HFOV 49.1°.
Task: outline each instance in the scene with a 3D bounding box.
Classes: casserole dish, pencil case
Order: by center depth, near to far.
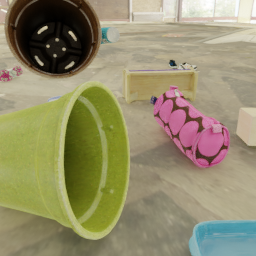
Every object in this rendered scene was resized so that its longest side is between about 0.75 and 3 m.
[{"bbox_3d":[1.960,2.023,4.447,1.998,0.388,1.210,-1,26,-1],"label":"casserole dish"},{"bbox_3d":[1.672,-0.151,7.846,1.292,1.334,2.848,9,23,-24],"label":"pencil case"}]

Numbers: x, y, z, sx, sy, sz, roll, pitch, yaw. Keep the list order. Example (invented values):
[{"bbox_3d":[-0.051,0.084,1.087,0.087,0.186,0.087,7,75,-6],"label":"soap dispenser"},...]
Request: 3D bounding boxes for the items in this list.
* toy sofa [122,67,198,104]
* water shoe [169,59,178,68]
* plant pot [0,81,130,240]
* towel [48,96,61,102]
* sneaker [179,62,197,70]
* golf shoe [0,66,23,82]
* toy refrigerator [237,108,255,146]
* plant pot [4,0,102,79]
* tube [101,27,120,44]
[{"bbox_3d":[1.262,-1.859,11.602,2.975,1.232,1.452,-3,27,-6],"label":"toy sofa"},{"bbox_3d":[2.669,-3.840,16.706,0.368,0.406,1.029,-6,26,-13],"label":"water shoe"},{"bbox_3d":[-1.569,0.585,5.340,2.469,2.686,2.686,-3,23,20],"label":"plant pot"},{"bbox_3d":[-1.792,-0.764,10.375,1.961,0.318,2.670,-12,28,-22],"label":"towel"},{"bbox_3d":[3.424,-3.496,15.930,1.187,0.475,0.437,-9,25,-21],"label":"sneaker"},{"bbox_3d":[-6.136,-2.683,14.258,0.733,0.603,1.602,-8,18,34],"label":"golf shoe"},{"bbox_3d":[4.704,-0.001,8.090,2.721,0.952,1.033,1,19,1],"label":"toy refrigerator"},{"bbox_3d":[-1.838,-2.198,7.044,2.054,2.054,2.034,-7,7,-14],"label":"plant pot"},{"bbox_3d":[-0.778,-2.429,7.429,0.373,0.573,1.480,-42,33,-20],"label":"tube"}]
